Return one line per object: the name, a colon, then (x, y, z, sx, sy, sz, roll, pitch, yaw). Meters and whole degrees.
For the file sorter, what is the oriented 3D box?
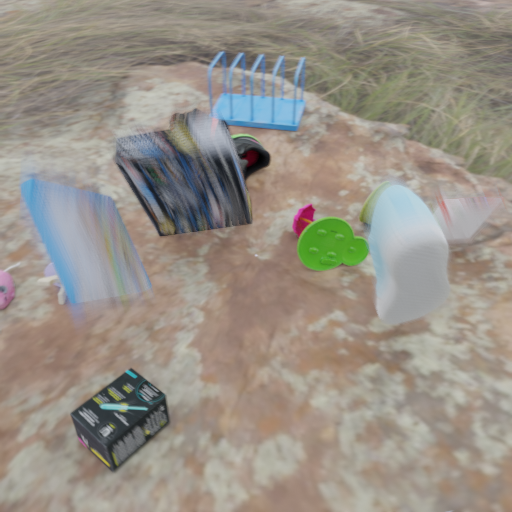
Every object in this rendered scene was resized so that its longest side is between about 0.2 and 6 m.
file sorter: (0.036, -4.346, 14.565, 2.353, 1.443, 1.633, 7, 39, 9)

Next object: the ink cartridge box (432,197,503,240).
ink cartridge box: (3.576, -0.746, 9.735, 0.785, 1.440, 0.363, -4, 64, -6)

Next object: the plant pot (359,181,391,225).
plant pot: (2.607, -0.811, 10.725, 0.870, 0.947, 0.947, 39, 52, 24)

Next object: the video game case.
video game case: (-2.293, -0.186, 7.921, 0.203, 1.632, 2.280, -27, -5, 10)

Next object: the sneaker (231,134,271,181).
sneaker: (-0.774, -1.950, 11.970, 2.593, 0.995, 1.086, -28, 42, -28)

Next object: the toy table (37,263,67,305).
toy table: (-3.221, 0.392, 9.378, 0.793, 0.729, 0.465, -7, 21, 8)

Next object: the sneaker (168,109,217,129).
sneaker: (-1.355, -2.386, 10.368, 1.634, 0.669, 0.630, -9, 49, 51)

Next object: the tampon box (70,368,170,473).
tampon box: (-1.735, 2.104, 7.241, 0.740, 0.623, 0.987, 29, 47, 31)

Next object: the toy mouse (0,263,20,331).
toy mouse: (-4.648, 0.699, 9.165, 1.988, 0.385, 1.767, -30, 48, -32)

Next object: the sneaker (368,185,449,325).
sneaker: (2.082, 0.020, 7.815, 1.014, 2.744, 1.124, -11, 58, 1)

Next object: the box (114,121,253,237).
box: (-1.127, -1.213, 9.536, 1.809, 2.275, 0.523, -8, 60, 7)

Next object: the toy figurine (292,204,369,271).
toy figurine: (1.234, -0.460, 10.331, 1.402, 1.053, 1.291, 11, 25, -21)
